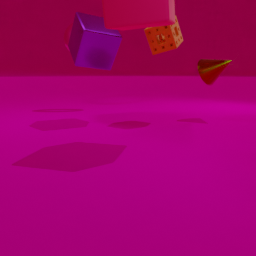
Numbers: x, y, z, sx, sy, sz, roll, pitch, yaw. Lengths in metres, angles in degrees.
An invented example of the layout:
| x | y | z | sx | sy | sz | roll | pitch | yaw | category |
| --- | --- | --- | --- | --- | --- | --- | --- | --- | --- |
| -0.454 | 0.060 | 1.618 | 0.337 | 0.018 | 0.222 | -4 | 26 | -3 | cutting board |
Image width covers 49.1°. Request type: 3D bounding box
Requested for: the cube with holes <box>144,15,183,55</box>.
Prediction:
| x | y | z | sx | sy | sz | roll | pitch | yaw | category |
| --- | --- | --- | --- | --- | --- | --- | --- | --- | --- |
| 1.186 | -3.028 | 9.164 | 0.852 | 0.852 | 0.852 | -8 | 28 | 31 | cube with holes |

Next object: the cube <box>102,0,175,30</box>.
| x | y | z | sx | sy | sz | roll | pitch | yaw | category |
| --- | --- | --- | --- | --- | --- | --- | --- | --- | --- |
| 0.258 | -2.895 | 6.039 | 1.344 | 1.344 | 1.344 | -1 | 17 | 15 | cube |

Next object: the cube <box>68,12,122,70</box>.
| x | y | z | sx | sy | sz | roll | pitch | yaw | category |
| --- | --- | --- | --- | --- | --- | --- | --- | --- | --- |
| -1.132 | -2.850 | 9.273 | 1.276 | 1.276 | 1.276 | 1 | 44 | -28 | cube |

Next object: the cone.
| x | y | z | sx | sy | sz | roll | pitch | yaw | category |
| --- | --- | --- | --- | --- | --- | --- | --- | --- | --- |
| 3.101 | -2.107 | 9.608 | 1.002 | 1.002 | 1.005 | -11 | -7 | -43 | cone |

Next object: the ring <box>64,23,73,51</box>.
| x | y | z | sx | sy | sz | roll | pitch | yaw | category |
| --- | --- | --- | --- | --- | --- | --- | --- | --- | --- |
| -1.791 | -3.921 | 12.372 | 2.060 | 2.060 | 0.412 | -3 | -23 | -13 | ring |
